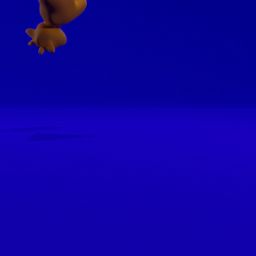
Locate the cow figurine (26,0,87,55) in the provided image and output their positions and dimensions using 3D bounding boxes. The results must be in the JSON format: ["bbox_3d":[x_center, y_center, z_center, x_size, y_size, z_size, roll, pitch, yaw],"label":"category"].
[{"bbox_3d":[-1.660,-2.492,6.116,0.888,1.593,1.619,39,-9,10],"label":"cow figurine"}]
